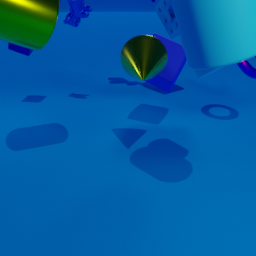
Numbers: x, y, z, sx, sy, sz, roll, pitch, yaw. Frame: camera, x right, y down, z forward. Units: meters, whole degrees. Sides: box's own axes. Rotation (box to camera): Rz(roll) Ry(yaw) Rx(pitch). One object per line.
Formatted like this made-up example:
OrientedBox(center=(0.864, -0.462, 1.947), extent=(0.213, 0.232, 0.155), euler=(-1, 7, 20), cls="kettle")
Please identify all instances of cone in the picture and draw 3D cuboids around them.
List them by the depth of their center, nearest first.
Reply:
OrientedBox(center=(0.339, -1.309, 6.167), extent=(1.115, 1.115, 1.119), euler=(2, 38, 3), cls="cone")

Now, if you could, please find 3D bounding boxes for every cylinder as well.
OrientedBox(center=(1.300, -1.578, 4.003), extent=(1.155, 1.155, 1.155), euler=(-18, 21, 7), cls="cylinder")
OrientedBox(center=(1.495, -1.445, 5.173), extent=(0.801, 0.801, 0.801), euler=(-26, 1, 1), cls="cylinder")
OrientedBox(center=(-2.188, -2.306, 5.257), extent=(1.351, 1.351, 1.351), euler=(9, 15, -40), cls="cylinder")

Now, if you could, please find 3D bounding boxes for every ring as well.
OrientedBox(center=(3.620, -2.101, 8.287), extent=(1.417, 1.417, 0.283), euler=(-21, -7, -37), cls="ring")

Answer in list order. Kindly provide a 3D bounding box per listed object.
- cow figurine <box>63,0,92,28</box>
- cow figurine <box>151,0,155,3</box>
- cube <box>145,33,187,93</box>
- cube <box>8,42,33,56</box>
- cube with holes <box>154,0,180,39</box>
OrientedBox(center=(-1.687, -3.727, 8.850), extent=(1.050, 1.067, 0.586), euler=(4, 54, 21), cls="cow figurine")
OrientedBox(center=(0.389, -5.139, 10.352), extent=(1.536, 0.857, 1.561), euler=(4, 16, -13), cls="cow figurine")
OrientedBox(center=(1.021, -1.893, 8.320), extent=(1.120, 1.120, 1.120), euler=(27, -4, 8), cls="cube")
OrientedBox(center=(-3.469, -2.946, 9.269), extent=(0.708, 0.708, 0.708), euler=(18, 44, -7), cls="cube")
OrientedBox(center=(2.040, -4.318, 10.113), extent=(1.327, 1.327, 1.327), euler=(-28, -2, -20), cls="cube with holes")
